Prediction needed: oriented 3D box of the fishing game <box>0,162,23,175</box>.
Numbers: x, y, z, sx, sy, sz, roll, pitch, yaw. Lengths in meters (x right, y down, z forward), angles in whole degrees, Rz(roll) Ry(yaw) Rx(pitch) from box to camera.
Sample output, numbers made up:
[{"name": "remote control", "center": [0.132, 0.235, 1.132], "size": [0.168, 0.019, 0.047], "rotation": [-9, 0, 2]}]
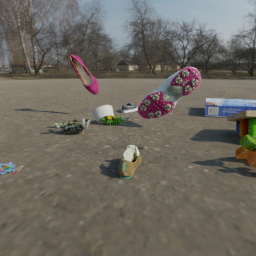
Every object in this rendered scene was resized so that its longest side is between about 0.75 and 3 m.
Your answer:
[{"name": "fishing game", "center": [-3.053, 0.951, 6.757], "size": [0.937, 0.146, 0.671], "rotation": [2, 16, 8]}]

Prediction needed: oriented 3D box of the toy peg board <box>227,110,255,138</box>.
[{"name": "toy peg board", "center": [4.636, 0.054, 9.377], "size": [2.116, 1.035, 2.107], "rotation": [2, -3, 5]}]

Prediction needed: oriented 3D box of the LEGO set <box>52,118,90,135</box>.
[{"name": "LEGO set", "center": [-2.115, -0.028, 10.548], "size": [1.383, 0.604, 2.130], "rotation": [-2, 0, -17]}]

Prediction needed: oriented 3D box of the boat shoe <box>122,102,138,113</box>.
[{"name": "boat shoe", "center": [0.098, -1.152, 15.199], "size": [0.513, 0.484, 1.429], "rotation": [8, 15, 32]}]

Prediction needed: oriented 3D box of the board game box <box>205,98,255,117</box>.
[{"name": "board game box", "center": [5.465, -1.067, 14.486], "size": [2.885, 0.626, 2.871], "rotation": [3, 12, 14]}]

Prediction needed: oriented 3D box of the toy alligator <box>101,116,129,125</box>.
[{"name": "toy alligator", "center": [-0.501, -0.285, 11.824], "size": [1.247, 0.370, 0.338], "rotation": [-3, 54, -16]}]

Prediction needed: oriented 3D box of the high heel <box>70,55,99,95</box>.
[{"name": "high heel", "center": [-2.083, -2.527, 13.275], "size": [0.702, 2.083, 0.999], "rotation": [-27, -11, 12]}]

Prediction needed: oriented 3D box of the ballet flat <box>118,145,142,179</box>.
[{"name": "ballet flat", "center": [0.047, 0.727, 6.837], "size": [0.499, 0.532, 1.471], "rotation": [4, 13, 13]}]

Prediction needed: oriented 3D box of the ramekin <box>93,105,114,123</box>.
[{"name": "ramekin", "center": [-1.034, -0.573, 11.996], "size": [0.884, 0.464, 0.884], "rotation": [-18, -19, -6]}]

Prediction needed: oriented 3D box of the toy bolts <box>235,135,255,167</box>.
[{"name": "toy bolts", "center": [3.474, 0.739, 6.824], "size": [1.440, 0.999, 1.376], "rotation": [-11, -27, -3]}]

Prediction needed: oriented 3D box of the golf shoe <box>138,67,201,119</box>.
[{"name": "golf shoe", "center": [1.615, -1.366, 11.001], "size": [2.822, 1.063, 1.292], "rotation": [-35, 12, 23]}]

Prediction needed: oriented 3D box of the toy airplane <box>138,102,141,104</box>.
[{"name": "toy airplane", "center": [1.355, -1.209, 15.729], "size": [1.977, 0.364, 1.977], "rotation": [0, 13, 0]}]
